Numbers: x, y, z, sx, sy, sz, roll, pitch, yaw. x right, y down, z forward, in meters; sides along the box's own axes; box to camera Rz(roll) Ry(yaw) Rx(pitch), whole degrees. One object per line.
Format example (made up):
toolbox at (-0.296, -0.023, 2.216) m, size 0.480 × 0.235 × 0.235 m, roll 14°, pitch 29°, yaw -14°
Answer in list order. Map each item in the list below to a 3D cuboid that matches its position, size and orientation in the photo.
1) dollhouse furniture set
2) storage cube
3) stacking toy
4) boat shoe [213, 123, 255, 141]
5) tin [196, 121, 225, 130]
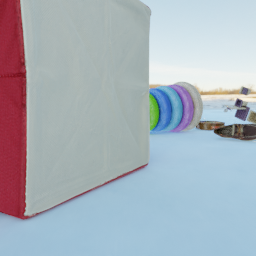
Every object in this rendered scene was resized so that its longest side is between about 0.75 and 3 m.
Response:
dollhouse furniture set at (2.433, -0.391, 5.649) m, size 0.635 × 0.709 × 0.894 m, roll -1°, pitch 24°, yaw -33°
storage cube at (-0.867, -0.385, 2.523) m, size 1.692 × 1.609 × 1.883 m, roll 4°, pitch 6°, yaw 30°
stacking toy at (0.296, -0.335, 6.069) m, size 2.816 × 1.202 × 1.202 m, roll -11°, pitch 10°, yaw -35°
boat shoe at (1.923, 0.061, 4.918) m, size 0.309 × 0.309 × 0.858 m, roll 6°, pitch -2°, yaw -44°
tin at (2.180, -0.072, 7.463) m, size 0.629 × 0.235 × 1.123 m, roll -4°, pitch 4°, yaw 2°
